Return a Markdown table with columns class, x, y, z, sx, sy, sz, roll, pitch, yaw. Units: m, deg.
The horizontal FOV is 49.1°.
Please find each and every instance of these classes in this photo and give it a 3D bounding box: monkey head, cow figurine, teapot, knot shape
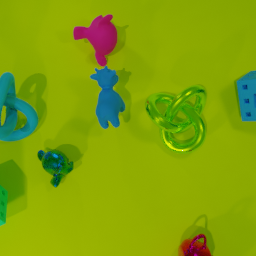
| class | x | y | z | sx | sy | sz | roll | pitch | yaw |
| --- | --- | --- | --- | --- | --- | --- | --- | --- | --- |
| monkey head | -0.943 | -2.716 | 8.380 | 1.216 | 1.690 | 1.018 | -14 | 51 | -25 |
| cow figurine | -0.578 | -0.867 | 7.662 | 0.784 | 1.405 | 1.428 | -7 | 43 | 20 |
| teapot | 1.792 | 3.462 | 7.193 | 0.868 | 1.102 | 1.773 | -3 | 110 | -5 |
| monkey head | -2.050 | 1.103 | 7.749 | 1.373 | 0.827 | 0.988 | 23 | 84 | 46 |
| knot shape | -3.323 | -0.356 | 7.719 | 0.924 | 1.871 | 1.999 | 2 | 54 | 27 |
| knot shape | 1.484 | -0.179 | 7.920 | 1.994 | 0.922 | 1.866 | -12 | 93 | -16 |

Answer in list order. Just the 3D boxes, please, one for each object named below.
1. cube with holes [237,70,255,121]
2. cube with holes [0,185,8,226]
| class | x | y | z | sx | sy | sz | roll | pitch | yaw |
| --- | --- | --- | --- | --- | --- | --- | --- | --- | --- |
| cube with holes | 3.808 | -0.922 | 7.623 | 1.149 | 1.149 | 1.149 | -31 | 113 | -44 |
| cube with holes | -3.914 | 1.989 | 7.206 | 1.064 | 1.064 | 1.064 | -25 | 42 | 1 |
